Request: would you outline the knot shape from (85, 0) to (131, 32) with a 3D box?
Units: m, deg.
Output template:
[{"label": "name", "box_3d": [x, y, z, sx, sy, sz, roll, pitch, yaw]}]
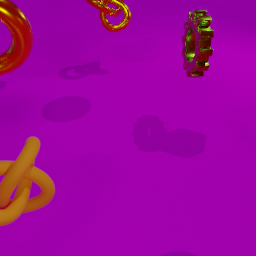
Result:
[{"label": "knot shape", "box_3d": [-0.664, -3.917, 8.926, 1.456, 0.719, 1.555, 3, 78, -31]}]

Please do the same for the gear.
[{"label": "gear", "box_3d": [1.519, -1.859, 6.275, 0.264, 1.427, 1.427, -2, 39, -5]}]

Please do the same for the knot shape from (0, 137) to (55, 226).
[{"label": "knot shape", "box_3d": [-1.316, 0.596, 3.405, 0.512, 1.107, 1.036, 16, 82, 25]}]

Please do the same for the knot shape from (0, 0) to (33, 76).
[{"label": "knot shape", "box_3d": [-1.979, -1.112, 3.329, 1.623, 1.734, 0.801, -1, 10, -23]}]
